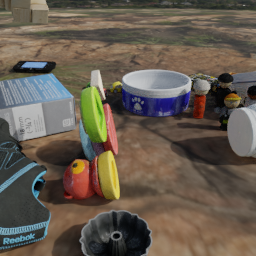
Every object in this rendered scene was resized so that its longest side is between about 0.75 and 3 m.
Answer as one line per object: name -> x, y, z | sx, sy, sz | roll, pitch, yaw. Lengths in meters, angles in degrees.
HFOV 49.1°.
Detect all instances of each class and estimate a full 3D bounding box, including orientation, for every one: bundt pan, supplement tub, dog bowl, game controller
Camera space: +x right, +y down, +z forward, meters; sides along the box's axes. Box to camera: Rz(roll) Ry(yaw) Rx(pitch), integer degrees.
bundt pan -> -0.147, 1.524, 3.645 | 0.934, 0.351, 0.934 | -1, 27, 0
supplement tub -> 2.993, 0.037, 5.697 | 1.576, 1.106, 1.106 | -4, 27, -7
dog bowl -> 0.820, -1.076, 8.238 | 1.989, 0.784, 1.989 | 0, 27, 0
game controller -> -3.857, -2.549, 11.592 | 1.690, 0.356, 0.882 | 2, 27, 6

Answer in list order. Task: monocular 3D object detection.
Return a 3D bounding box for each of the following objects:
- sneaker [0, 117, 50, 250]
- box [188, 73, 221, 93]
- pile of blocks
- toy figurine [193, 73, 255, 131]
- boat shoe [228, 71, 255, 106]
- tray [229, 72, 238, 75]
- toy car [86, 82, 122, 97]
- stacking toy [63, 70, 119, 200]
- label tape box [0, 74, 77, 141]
sneaker -> -2.028, 0.771, 4.621 | 1.224, 1.094, 2.988 | 5, 29, -25
box -> 2.653, -1.589, 9.781 | 0.989, 0.305, 1.238 | -20, 33, -37
pile of blocks -> -2.625, -2.976, 5.173 | 2.721, 0.846, 1.117 | 26, 54, -4
toy figurine -> 2.557, -0.731, 7.276 | 1.509, 1.050, 1.486 | -16, 31, -29
boat shoe -> 3.581, -1.078, 8.037 | 1.055, 0.964, 2.933 | -2, 6, -13
tray -> 3.872, -1.859, 10.450 | 0.469, 0.176, 0.951 | 22, 35, 35
toy car -> -0.889, -1.361, 9.306 | 1.343, 0.318, 1.427 | 23, 35, 37
stacking toy -> -0.760, 0.099, 4.935 | 0.865, 1.854, 2.048 | -11, 28, 3
label tape box -> -3.010, -0.478, 6.903 | 2.926, 0.926, 2.110 | -13, 30, -23
